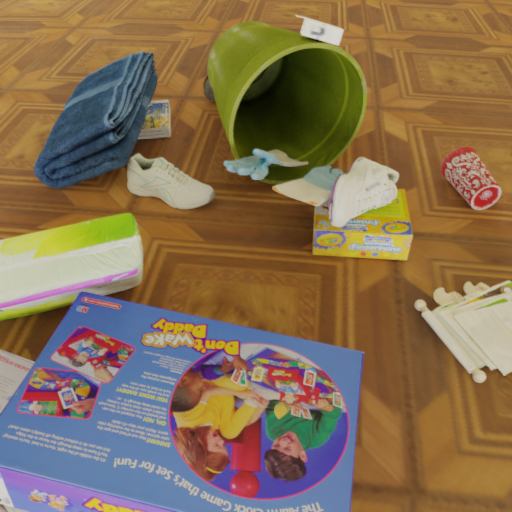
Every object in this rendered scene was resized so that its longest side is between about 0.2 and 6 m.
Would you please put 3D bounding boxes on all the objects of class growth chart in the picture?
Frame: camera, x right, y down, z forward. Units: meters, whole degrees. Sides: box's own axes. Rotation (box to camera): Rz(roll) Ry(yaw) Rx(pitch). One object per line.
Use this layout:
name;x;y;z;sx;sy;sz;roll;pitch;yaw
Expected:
growth chart;4.704;1.235;10.261;3.093;0.274;2.238;-9;42;-9

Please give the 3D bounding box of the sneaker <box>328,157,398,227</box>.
sneaker;2.240;-1.322;11.542;1.139;0.856;2.286;20;45;22

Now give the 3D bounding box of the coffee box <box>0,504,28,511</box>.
coffee box;-3.358;3.251;7.853;1.094;0.436;0.625;5;42;-2

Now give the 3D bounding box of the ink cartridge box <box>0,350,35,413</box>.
ink cartridge box;-4.119;2.256;8.913;0.963;0.564;1.332;16;46;17

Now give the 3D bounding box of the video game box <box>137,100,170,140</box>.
video game box;-3.173;-3.826;15.751;1.491;0.383;1.637;-7;42;-3

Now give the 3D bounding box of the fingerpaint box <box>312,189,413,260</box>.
fingerpaint box;2.233;-0.736;12.080;1.990;0.730;1.660;3;42;4

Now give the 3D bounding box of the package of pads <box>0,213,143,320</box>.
package of pads;-3.572;0.289;9.816;3.154;2.437;1.076;-13;83;-13

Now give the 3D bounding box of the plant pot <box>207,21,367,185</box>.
plant pot;0.368;-4.100;13.703;3.436;3.436;3.308;-16;46;-17

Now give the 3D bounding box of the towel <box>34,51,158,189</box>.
towel;-4.073;-3.707;14.539;2.612;1.135;4.678;-18;40;18

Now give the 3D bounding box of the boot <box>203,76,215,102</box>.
boot;-0.098;-4.409;15.978;3.162;1.071;2.066;3;48;5

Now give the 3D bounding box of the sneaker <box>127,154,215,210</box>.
sneaker;-2.055;-1.738;13.075;2.281;0.914;0.802;15;43;14

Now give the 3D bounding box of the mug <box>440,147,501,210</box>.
mug;5.210;-1.827;13.186;1.224;0.920;1.379;-10;46;-8

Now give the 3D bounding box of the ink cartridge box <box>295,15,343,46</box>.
ink cartridge box;1.287;-4.803;11.910;1.034;0.348;0.605;15;25;-5

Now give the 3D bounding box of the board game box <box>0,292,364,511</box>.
board game box;-0.960;2.364;8.051;4.686;1.049;3.151;12;40;6

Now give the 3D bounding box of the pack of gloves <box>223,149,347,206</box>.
pack of gloves;0.842;-1.993;12.278;2.433;0.572;2.897;21;25;21
